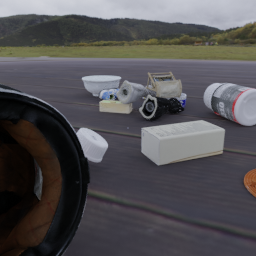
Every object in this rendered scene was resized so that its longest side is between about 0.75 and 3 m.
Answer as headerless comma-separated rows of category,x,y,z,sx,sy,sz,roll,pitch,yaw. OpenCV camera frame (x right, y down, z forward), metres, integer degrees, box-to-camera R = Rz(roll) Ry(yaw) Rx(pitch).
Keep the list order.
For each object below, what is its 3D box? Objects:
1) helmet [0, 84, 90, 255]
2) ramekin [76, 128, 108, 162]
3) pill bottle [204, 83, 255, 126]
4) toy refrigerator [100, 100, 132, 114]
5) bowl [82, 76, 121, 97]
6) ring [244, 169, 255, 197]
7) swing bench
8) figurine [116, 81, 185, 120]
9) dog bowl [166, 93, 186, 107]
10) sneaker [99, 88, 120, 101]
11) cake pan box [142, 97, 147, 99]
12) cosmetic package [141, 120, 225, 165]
helmet,-2.268,0.688,3.498,2.820,2.958,2.958,-2,13,37
ramekin,-0.917,0.387,6.760,0.896,0.437,0.896,32,11,-7
pill bottle,4.210,-1.055,11.329,1.394,1.394,2.447,-5,17,-16
toy refrigerator,-0.545,-0.986,12.647,1.391,0.487,0.528,6,18,16
bowl,-1.537,-2.439,16.393,2.297,1.032,2.297,1,18,0
ring,3.598,1.245,5.982,2.082,0.200,2.082,0,17,0
swing bench,1.571,-1.861,12.220,1.195,0.780,1.202,-7,36,-21
figurine,1.038,-1.250,12.228,2.358,1.015,2.301,36,27,34
dog bowl,2.125,-1.376,13.771,1.428,0.562,1.428,0,17,0
sneaker,-0.853,-1.750,15.160,0.642,0.631,1.666,33,33,25
cake pan box,1.826,-1.939,15.382,1.626,0.425,1.497,-28,33,-36
cosmetic package,1.528,0.359,7.869,2.091,0.764,1.083,-8,19,-21
